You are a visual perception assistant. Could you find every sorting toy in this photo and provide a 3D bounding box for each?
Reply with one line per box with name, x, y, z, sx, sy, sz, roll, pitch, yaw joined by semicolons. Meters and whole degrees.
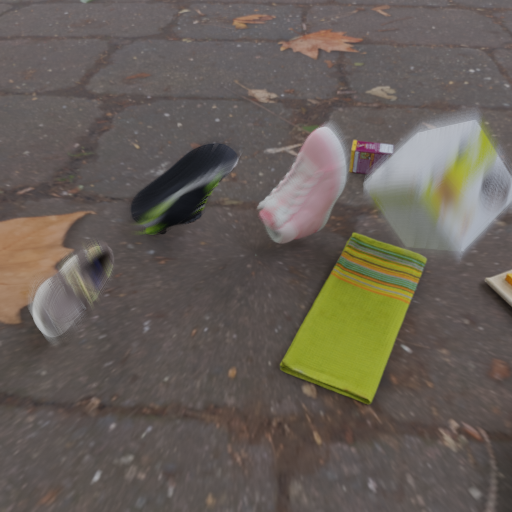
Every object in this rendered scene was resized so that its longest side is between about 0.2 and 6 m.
sorting toy;5.485;0.905;9.574;1.896;0.377;2.564;-15;42;-17

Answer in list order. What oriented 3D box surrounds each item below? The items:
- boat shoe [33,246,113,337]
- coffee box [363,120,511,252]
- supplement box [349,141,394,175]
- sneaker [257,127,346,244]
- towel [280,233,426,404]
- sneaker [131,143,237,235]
boat shoe;-2.891;0.488;9.058;0.627;0.756;2.106;-28;21;19
coffee box;2.966;-1.092;9.085;1.472;1.458;1.475;-42;16;-12
supplement box;2.703;-2.290;13.156;0.967;0.633;0.499;9;41;9
sneaker;0.760;-1.115;10.113;1.291;2.471;0.930;-23;59;-23
towel;1.790;0.871;9.668;1.538;0.323;3.575;17;43;20
sneaker;-1.290;-1.237;10.908;2.508;1.038;0.899;-28;45;20
